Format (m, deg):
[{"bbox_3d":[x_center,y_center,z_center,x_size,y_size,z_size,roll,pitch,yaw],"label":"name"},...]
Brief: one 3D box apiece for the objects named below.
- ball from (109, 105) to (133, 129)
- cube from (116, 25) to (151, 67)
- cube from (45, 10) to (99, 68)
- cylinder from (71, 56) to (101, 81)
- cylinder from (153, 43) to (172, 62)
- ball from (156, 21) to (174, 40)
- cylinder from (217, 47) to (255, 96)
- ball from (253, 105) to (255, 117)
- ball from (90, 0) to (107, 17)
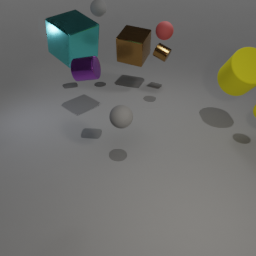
[{"bbox_3d":[-0.201,-0.334,8.274,0.700,0.700,0.700,0,31,0],"label":"ball"},{"bbox_3d":[0.298,-4.214,14.373,1.400,1.400,1.400,16,51,15],"label":"cube"},{"bbox_3d":[-2.070,-3.364,10.532,1.400,1.400,1.400,39,53,25],"label":"cube"},{"bbox_3d":[-1.267,-1.790,8.468,0.700,0.700,0.700,-3,30,16],"label":"cylinder"},{"bbox_3d":[1.707,-3.775,13.989,0.700,0.700,0.700,32,38,7],"label":"cylinder"},{"bbox_3d":[1.424,-3.792,10.923,0.700,0.700,0.700,0,31,0],"label":"ball"},{"bbox_3d":[4.247,-2.057,10.413,1.400,1.400,1.400,-2,-11,-4],"label":"cylinder"},{"bbox_3d":[4.729,-0.593,9.734,0.700,0.700,0.700,0,31,0],"label":"ball"},{"bbox_3d":[-1.273,-5.160,12.042,0.700,0.700,0.700,0,31,0],"label":"ball"}]
